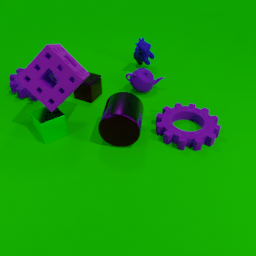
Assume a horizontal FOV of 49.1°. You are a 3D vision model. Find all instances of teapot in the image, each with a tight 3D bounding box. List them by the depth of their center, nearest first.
[{"bbox_3d":[0.554,-1.668,9.552,1.405,0.688,0.874,4,56,-25],"label":"teapot"}]

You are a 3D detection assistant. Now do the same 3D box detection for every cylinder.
[{"bbox_3d":[-0.164,-0.243,7.626,1.108,1.108,1.108,5,40,6],"label":"cylinder"}]

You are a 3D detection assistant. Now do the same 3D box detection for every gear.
[{"bbox_3d":[1.698,-0.080,8.054,1.788,0.331,1.788,0,40,0],"label":"gear"},{"bbox_3d":[-3.124,-1.667,9.867,1.941,0.359,1.941,2,41,-2],"label":"gear"}]

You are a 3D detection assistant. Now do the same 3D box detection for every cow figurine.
[{"bbox_3d":[0.503,-2.858,10.517,1.109,1.091,0.609,15,68,54],"label":"cow figurine"}]

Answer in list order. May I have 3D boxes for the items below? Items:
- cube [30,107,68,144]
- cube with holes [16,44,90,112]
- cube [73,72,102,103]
[{"bbox_3d":[-2.183,-0.123,7.804,0.717,0.717,0.717,-26,46,-28],"label":"cube"},{"bbox_3d":[-1.937,-1.378,7.513,1.191,1.191,1.191,-43,12,13],"label":"cube with holes"},{"bbox_3d":[-1.345,-1.373,9.322,0.713,0.713,0.713,18,43,20],"label":"cube"}]
